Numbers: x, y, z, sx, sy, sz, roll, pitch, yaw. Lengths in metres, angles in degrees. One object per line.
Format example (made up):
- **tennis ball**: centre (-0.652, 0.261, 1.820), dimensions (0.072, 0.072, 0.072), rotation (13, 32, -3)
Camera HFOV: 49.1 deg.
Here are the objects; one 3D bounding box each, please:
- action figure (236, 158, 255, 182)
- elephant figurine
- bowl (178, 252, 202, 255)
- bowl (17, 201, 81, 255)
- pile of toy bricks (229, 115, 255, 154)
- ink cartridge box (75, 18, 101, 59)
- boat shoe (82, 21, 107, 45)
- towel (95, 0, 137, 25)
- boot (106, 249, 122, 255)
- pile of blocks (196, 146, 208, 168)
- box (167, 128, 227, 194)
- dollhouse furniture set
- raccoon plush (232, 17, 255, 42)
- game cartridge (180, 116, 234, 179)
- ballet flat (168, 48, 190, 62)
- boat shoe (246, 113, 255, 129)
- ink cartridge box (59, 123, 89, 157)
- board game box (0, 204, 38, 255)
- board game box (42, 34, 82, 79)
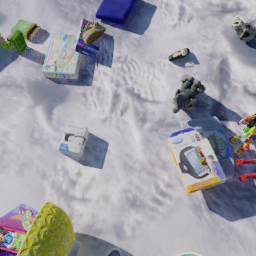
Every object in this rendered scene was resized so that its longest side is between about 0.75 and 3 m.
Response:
- **action figure**: centre (5.575, 1.432, 10.559), dimensions (2.974, 0.769, 0.973), rotation (-4, 70, -7)
- **elephant figurine**: centre (2.329, -1.275, 11.697), dimensions (1.190, 1.305, 1.682), rotation (34, 95, 51)
- **bowl**: centre (2.185, 4.953, 8.525), dimensions (1.100, 2.044, 2.044), rotation (30, 60, -34)
- **bowl**: centre (-2.289, 3.779, 8.428), dimensions (1.480, 2.750, 2.750), rotation (21, 66, -1)
- **pile of toy bricks**: centre (4.742, 0.151, 10.963), dimensions (1.729, 0.854, 0.959), rotation (-40, 88, -16)
- **ink cartridge box**: centre (-1.829, -4.204, 13.181), dimensions (1.084, 0.381, 1.817), rotation (18, 64, -25)
- **boat shoe**: centre (-1.277, -3.398, 9.873), dimensions (0.569, 1.815, 0.665), rotation (42, 113, -11)
- **towel**: centre (-0.511, -6.286, 14.365), dimensions (1.686, 0.566, 2.283), rotation (16, 66, 15)
- **boot**: centre (-0.713, 4.676, 8.985), dimensions (0.597, 0.742, 1.642), rotation (26, 67, 12)
- **pile of blocks**: centre (2.397, 0.947, 9.254), dimensions (0.314, 0.237, 0.764), rotation (-22, 79, 7)
- **box**: centre (2.439, 1.064, 10.368), dimensions (1.436, 0.500, 2.412), rotation (-17, 68, -5)
- **dollhouse furniture set**: centre (-5.209, -4.682, 13.328), dimensions (1.235, 0.946, 1.886), rotation (23, 67, 11)
- **raccoon plush**: centre (5.822, -4.775, 13.697), dimensions (1.676, 0.811, 1.123), rotation (9, 45, -28)
- **game cartridge**: centre (3.141, 0.775, 10.994), dimensions (1.721, 0.522, 2.581), rotation (-7, 65, -6)
- **ballet flat**: centre (2.436, -3.431, 13.024), dimensions (1.211, 0.414, 0.412), rotation (-30, 87, -13)
- **boat shoe**: centre (5.239, -0.350, 11.627), dimensions (0.960, 0.290, 0.355), rotation (-41, 66, -19)
- **ink cartridge box**: centre (-2.140, 0.470, 11.126), dimensions (0.847, 0.489, 1.167), rotation (11, 65, 5)
- **board game box**: centre (-4.041, 3.791, 9.338), dimensions (2.553, 0.497, 2.017), rotation (-33, 63, -7)
- **board game box**: centre (-2.970, -3.359, 13.008), dimensions (1.535, 0.391, 2.283), rotation (5, 65, 2)
